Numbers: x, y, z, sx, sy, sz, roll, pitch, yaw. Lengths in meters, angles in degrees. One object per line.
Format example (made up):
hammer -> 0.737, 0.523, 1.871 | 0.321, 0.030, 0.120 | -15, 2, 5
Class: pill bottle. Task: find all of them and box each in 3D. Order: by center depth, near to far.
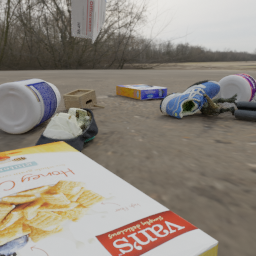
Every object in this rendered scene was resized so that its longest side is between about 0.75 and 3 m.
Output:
pill bottle -> -2.623, -0.687, 7.584 | 1.254, 1.254, 2.095 | 2, 14, 7
pill bottle -> 4.115, -1.404, 10.499 | 1.229, 1.229, 2.186 | 9, 16, 31

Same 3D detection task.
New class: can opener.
can opener -> 4.227, -0.350, 8.009 | 2.224, 0.585, 0.739 | 10, -18, 31

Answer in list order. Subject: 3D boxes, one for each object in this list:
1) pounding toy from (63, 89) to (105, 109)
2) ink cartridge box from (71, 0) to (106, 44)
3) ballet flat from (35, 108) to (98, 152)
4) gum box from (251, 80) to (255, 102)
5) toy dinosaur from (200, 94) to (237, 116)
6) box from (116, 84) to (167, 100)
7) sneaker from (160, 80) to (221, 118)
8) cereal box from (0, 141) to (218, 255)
pounding toy -> -1.573, -0.955, 10.108 | 0.975, 0.753, 1.059 | 9, 27, 34
ink cartridge box -> -1.194, -3.605, 8.522 | 0.766, 1.329, 2.295 | 8, 37, 0
ballet flat -> -1.181, 0.053, 5.482 | 0.889, 0.889, 2.434 | 3, 14, 11
gum box -> 6.107, -1.445, 11.458 | 1.453, 0.847, 2.560 | -7, 16, -26
toy dinosaur -> 2.735, -0.680, 8.502 | 1.027, 0.553, 2.331 | -1, -6, 12
box -> 0.684, -1.746, 13.405 | 1.517, 0.528, 2.548 | -8, 14, -31
sneaker -> 2.176, -0.866, 9.092 | 2.277, 0.862, 0.877 | -26, 35, -18
cereal box -> -1.001, 0.884, 2.636 | 2.110, 0.580, 2.933 | -10, 17, -35
